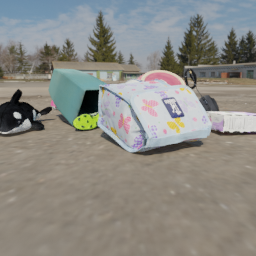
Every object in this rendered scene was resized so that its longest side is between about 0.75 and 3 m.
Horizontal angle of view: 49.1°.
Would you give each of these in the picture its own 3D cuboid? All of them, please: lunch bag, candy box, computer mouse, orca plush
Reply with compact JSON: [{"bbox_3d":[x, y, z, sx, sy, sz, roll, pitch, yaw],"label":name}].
[{"bbox_3d":[0.582,-0.315,6.417,1.851,1.388,2.183,-9,29,-29],"label":"lunch bag"},{"bbox_3d":[3.036,-0.187,8.006,1.393,0.498,1.169,0,8,-12],"label":"candy box"},{"bbox_3d":[2.486,-1.122,9.469,0.581,1.982,0.337,-33,7,13],"label":"computer mouse"},{"bbox_3d":[-3.129,-0.624,8.544,1.572,1.062,2.989,13,10,13],"label":"orca plush"}]

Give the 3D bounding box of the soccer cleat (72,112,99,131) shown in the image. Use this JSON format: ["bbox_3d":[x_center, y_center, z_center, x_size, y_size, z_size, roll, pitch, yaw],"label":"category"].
[{"bbox_3d":[-1.131,-0.198,8.640,0.628,0.523,1.549,-30,-6,42],"label":"soccer cleat"}]

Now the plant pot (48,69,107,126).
[{"bbox_3d":[-1.727,-1.173,9.390,1.896,1.339,1.340,38,30,27],"label":"plant pot"}]

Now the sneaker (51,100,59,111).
[{"bbox_3d":[-1.986,-0.844,11.013,2.018,0.890,0.821,0,54,-2],"label":"sneaker"}]

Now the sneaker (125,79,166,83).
[{"bbox_3d":[0.379,-1.178,10.604,2.212,0.894,1.278,2,45,44],"label":"sneaker"}]

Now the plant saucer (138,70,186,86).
[{"bbox_3d":[1.484,-1.685,12.223,2.628,0.666,2.628,4,48,-4],"label":"plant saucer"}]
